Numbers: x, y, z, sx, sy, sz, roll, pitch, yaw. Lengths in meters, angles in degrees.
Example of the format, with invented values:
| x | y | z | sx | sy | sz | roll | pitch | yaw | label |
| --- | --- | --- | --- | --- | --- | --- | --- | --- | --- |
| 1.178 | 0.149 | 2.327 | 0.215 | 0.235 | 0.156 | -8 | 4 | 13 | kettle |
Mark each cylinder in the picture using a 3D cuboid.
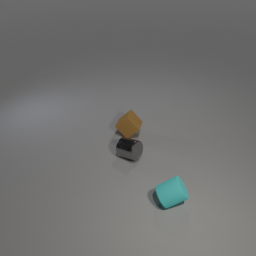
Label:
| x | y | z | sx | sy | sz | roll | pitch | yaw | label |
| --- | --- | --- | --- | --- | --- | --- | --- | --- | --- |
| 0.055 | 0.721 | 9.792 | 0.700 | 0.700 | 0.700 | 11 | 33 | 36 | cylinder |
| 1.246 | 1.811 | 7.923 | 0.700 | 0.700 | 0.700 | -29 | 29 | 15 | cylinder |

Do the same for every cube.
| x | y | z | sx | sy | sz | roll | pitch | yaw | label |
| --- | --- | --- | --- | --- | --- | --- | --- | --- | --- |
| 0.039 | -0.155 | 10.990 | 0.700 | 0.700 | 0.700 | -35 | 16 | 28 | cube |
